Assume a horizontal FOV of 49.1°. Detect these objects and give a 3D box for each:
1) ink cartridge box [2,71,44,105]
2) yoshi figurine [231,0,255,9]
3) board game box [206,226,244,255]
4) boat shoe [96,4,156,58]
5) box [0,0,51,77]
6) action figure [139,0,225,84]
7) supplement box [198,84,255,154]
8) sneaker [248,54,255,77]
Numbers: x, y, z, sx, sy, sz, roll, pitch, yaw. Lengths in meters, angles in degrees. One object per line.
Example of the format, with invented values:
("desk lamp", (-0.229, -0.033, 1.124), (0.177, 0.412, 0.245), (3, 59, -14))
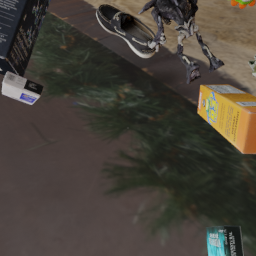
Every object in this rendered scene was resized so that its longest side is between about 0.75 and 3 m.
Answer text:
("ink cartridge box", (-1.943, -0.679, 5.091), (0.611, 1.290, 0.239), (21, 77, -23))
("yoshi figurine", (3.405, -3.749, 7.071), (1.874, 1.053, 1.049), (1, 82, 22))
("board game box", (1.126, 1.653, 3.269), (0.199, 1.415, 0.957), (-3, 69, 8))
("boat shoe", (-0.061, -3.146, 8.614), (0.884, 0.722, 2.393), (-39, 76, -16))
("box", (-3.099, -2.871, 7.066), (1.439, 1.995, 2.689), (17, 83, -9))
("action figure", (0.917, -1.809, 5.151), (1.168, 1.003, 1.966), (-28, 90, -7))
("supplement box", (1.971, -0.267, 5.166), (0.743, 0.718, 2.159), (0, 19, -4))
("sneaker", (2.978, -1.444, 6.172), (0.461, 1.040, 0.400), (44, 81, -4))
